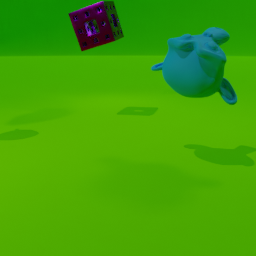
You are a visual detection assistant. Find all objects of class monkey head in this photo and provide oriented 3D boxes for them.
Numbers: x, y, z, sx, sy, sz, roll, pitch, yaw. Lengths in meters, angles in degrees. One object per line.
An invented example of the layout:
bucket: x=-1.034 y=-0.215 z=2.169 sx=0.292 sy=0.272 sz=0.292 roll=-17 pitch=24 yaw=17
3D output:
monkey head: x=1.415 y=-1.284 z=5.564 sx=1.962 sy=1.182 sz=1.412 roll=31 pitch=52 yaw=28

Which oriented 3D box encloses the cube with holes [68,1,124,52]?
cube with holes: x=-1.026 y=-3.464 z=9.497 sx=1.239 sy=1.239 sz=1.239 roll=-11 pitch=20 yaw=19
